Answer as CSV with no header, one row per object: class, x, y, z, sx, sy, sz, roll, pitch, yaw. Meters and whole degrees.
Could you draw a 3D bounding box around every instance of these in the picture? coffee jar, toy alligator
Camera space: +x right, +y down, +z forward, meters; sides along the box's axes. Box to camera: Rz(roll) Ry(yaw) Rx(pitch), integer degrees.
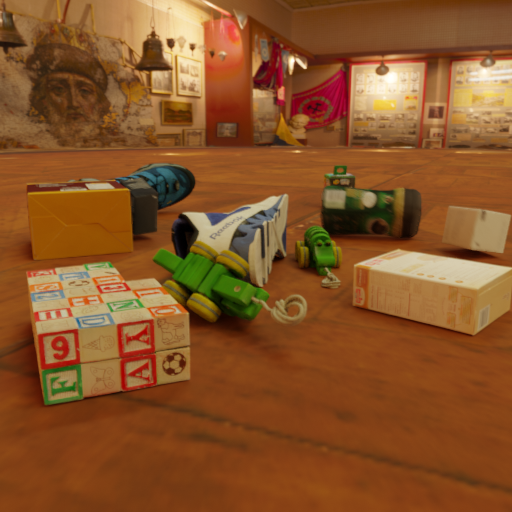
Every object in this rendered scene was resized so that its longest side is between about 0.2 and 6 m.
coffee jar,2.331,-0.894,11.382,1.967,1.026,0.839,4,56,13
toy alligator,-0.302,0.473,6.774,2.730,0.809,0.741,19,-21,44
toy alligator,1.049,-0.085,9.080,0.673,0.615,2.268,-1,14,-3

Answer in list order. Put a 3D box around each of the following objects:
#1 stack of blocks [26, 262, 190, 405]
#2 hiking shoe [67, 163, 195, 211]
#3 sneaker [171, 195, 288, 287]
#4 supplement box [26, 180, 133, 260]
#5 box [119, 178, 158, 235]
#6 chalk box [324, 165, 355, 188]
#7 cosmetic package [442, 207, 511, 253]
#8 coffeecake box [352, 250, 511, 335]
stack of blocks,-1.655,0.662,5.910,1.311,0.667,2.276,-6,15,-24
hiking shoe,-3.004,-1.398,13.672,3.384,1.259,1.467,-15,26,-19
sneaker,-0.430,-0.384,9.167,1.665,1.165,2.883,5,16,13
supplement box,-3.375,-0.741,10.581,1.732,1.166,1.756,-6,15,-21
box,-2.381,-1.009,11.303,0.517,0.866,0.880,-11,33,-30
chalk box,2.265,-1.887,15.263,0.728,1.167,0.723,-2,14,-7
cosmetic package,3.934,-0.478,10.056,0.708,0.707,0.858,7,8,-18
coffeecake box,2.240,0.400,7.158,1.603,0.586,1.231,12,18,40
